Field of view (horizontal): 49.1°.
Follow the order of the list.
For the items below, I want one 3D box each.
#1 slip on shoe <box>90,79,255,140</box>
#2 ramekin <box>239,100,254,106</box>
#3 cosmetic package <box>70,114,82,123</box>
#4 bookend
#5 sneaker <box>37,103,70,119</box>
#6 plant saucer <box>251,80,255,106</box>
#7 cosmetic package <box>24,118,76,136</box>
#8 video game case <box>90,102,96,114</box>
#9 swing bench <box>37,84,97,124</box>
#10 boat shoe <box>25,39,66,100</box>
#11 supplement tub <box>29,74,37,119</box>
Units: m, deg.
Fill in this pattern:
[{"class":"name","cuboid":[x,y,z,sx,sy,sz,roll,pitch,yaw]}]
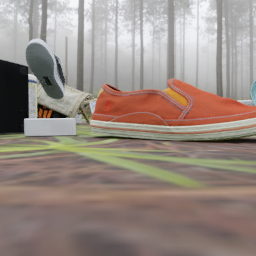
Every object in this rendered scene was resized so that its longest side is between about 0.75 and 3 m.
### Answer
[{"class":"slip on shoe","cuboid":[0.806,-0.284,4.096,2.950,0.903,1.093,3,1,22]},{"class":"ramekin","cuboid":[4.822,-0.664,11.799,2.035,0.992,2.035,-2,4,0]},{"class":"cosmetic package","cuboid":[-3.058,-0.533,14.398,0.973,0.600,0.976,1,3,28]},{"class":"bookend","cuboid":[-3.948,-0.559,4.914,2.992,1.378,2.974,0,1,25]},{"class":"sneaker","cuboid":[-3.708,-0.927,12.758,2.932,1.025,1.319,-4,-36,37]},{"class":"plant saucer","cuboid":[4.871,-0.828,8.688,2.170,2.170,0.297,0,-35,0]},{"class":"cosmetic package","cuboid":[-1.334,-0.019,4.864,0.835,0.298,0.424,0,2,-12]},{"class":"video game case","cuboid":[-0.503,-0.532,10.222,1.618,0.189,1.471,-1,34,-16]},{"class":"swing bench","cuboid":[-2.820,-1.301,13.061,2.181,1.423,2.193,23,0,12]},{"class":"boat shoe","cuboid":[-2.869,-2.262,10.308,1.019,0.942,2.759,-2,-34,11]},{"class":"supplement tub","cuboid":[-2.716,-0.615,6.828,0.967,1.334,0.967,0,2,0]}]
